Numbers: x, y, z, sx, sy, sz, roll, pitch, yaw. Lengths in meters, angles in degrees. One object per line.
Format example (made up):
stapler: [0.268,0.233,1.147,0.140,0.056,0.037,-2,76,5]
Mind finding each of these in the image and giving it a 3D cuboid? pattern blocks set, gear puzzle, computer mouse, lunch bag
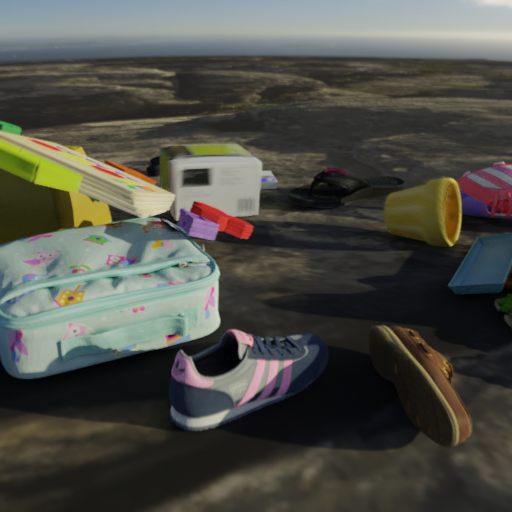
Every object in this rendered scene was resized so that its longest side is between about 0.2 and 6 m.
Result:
pattern blocks set: [-2.508,-1.192,8.499,4.506,0.365,3.961,25,8,14]
gear puzzle: [4.074,0.786,7.370,1.513,0.382,2.920,1,24,2]
computer mouse: [-2.542,-2.304,14.419,0.502,0.292,1.714,-26,22,1]
lunch bag: [-1.943,0.421,7.297,2.889,1.114,2.317,-13,27,-26]

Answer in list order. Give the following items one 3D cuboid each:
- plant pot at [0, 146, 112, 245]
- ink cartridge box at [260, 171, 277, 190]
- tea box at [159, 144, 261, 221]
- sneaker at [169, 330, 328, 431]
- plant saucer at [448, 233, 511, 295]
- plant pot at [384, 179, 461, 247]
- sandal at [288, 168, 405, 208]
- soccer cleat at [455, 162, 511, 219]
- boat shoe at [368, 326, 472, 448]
plant pot: [-3.890,-1.141,10.218,1.764,1.556,1.764,5,24,12]
ink cartridge box: [-0.062,-1.794,13.268,0.982,0.213,0.972,-2,24,-9]
tea box: [-0.997,-1.579,11.570,1.747,1.167,1.718,-5,26,-17]
sneaker: [0.011,1.127,6.064,2.051,0.841,0.719,-18,30,-35]
plant saucer: [3.708,0.094,8.901,0.785,0.213,2.246,-7,18,35]
plant pot: [2.933,-0.755,9.951,1.108,1.177,1.177,1,21,34]
sandal: [1.954,-1.605,12.273,2.884,0.690,1.084,-12,27,-24]
soccer cleat: [5.379,-1.040,10.689,3.355,1.119,1.283,0,49,12]
boat shoe: [1.807,1.266,5.979,0.624,0.665,1.848,-6,23,-9]
